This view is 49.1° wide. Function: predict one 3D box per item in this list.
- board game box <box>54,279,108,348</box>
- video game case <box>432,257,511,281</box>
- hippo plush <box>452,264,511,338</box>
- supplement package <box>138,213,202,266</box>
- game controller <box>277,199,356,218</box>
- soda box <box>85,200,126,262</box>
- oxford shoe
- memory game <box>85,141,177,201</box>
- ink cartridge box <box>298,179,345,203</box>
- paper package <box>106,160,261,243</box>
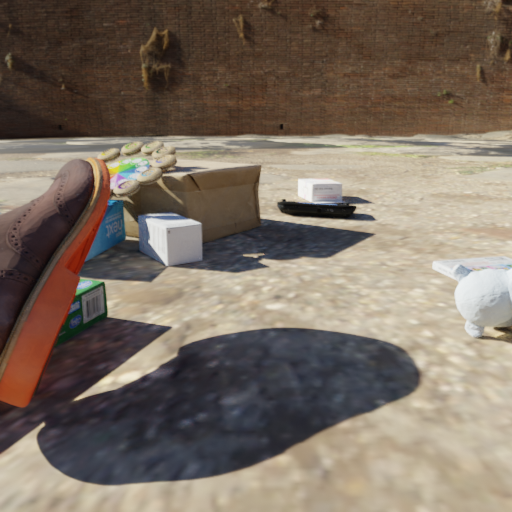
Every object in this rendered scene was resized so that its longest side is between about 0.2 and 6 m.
[{"bbox_3d":[-3.688,0.895,5.894,2.479,0.536,3.684,6,16,19],"label":"board game box"},{"bbox_3d":[3.776,0.274,8.899,1.417,0.168,1.289,-3,16,-16],"label":"video game case"},{"bbox_3d":[3.088,0.580,6.401,1.405,1.392,1.748,-25,-16,36],"label":"hippo plush"},{"bbox_3d":[-1.561,-0.322,10.075,0.716,0.689,1.259,-9,18,-31],"label":"supplement package"},{"bbox_3d":[1.510,-1.223,13.955,1.924,0.405,1.004,5,16,16],"label":"game controller"},{"bbox_3d":[-3.243,-0.443,10.219,0.798,0.844,2.488,2,15,9],"label":"soda box"},{"bbox_3d":[-2.354,-0.178,5.730,1.279,1.255,3.525,21,31,-17],"label":"oxford shoe"},{"bbox_3d":[-2.762,-1.691,11.082,2.503,0.159,2.503,-11,34,8],"label":"memory game"},{"bbox_3d":[1.885,-1.876,16.120,0.937,0.543,1.609,-4,16,-13],"label":"ink cartridge box"},{"bbox_3d":[-1.679,-1.300,12.247,2.807,1.452,2.675,9,18,34],"label":"paper package"}]
